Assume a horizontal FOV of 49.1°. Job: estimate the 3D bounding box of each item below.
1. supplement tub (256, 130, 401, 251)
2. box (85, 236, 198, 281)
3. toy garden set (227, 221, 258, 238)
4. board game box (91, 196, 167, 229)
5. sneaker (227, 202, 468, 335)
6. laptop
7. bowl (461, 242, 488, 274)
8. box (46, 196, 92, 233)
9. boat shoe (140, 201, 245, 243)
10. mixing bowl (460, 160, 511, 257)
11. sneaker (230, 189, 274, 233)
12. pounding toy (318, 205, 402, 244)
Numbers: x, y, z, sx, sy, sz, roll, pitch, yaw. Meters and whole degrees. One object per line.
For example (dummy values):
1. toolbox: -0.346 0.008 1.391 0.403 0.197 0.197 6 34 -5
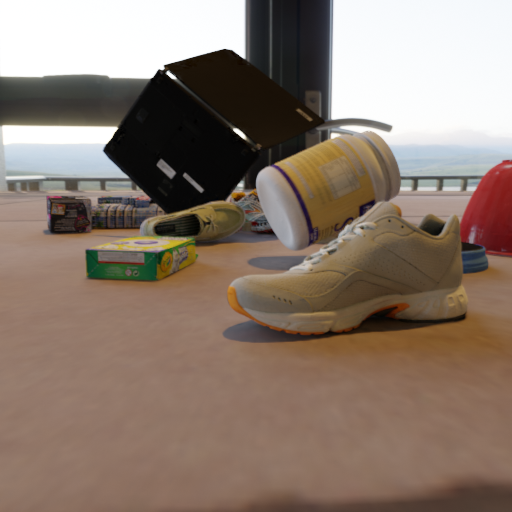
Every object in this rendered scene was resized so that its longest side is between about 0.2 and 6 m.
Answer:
1. supplement tub: 0.973 -0.913 7.606 1.664 1.210 1.210 -26 14 -11
2. box: -1.336 -0.009 6.954 0.908 0.374 1.548 2 7 11
3. toy garden set: -0.625 -0.510 10.842 1.192 0.285 1.430 4 8 40
4. board game box: -2.595 -1.061 13.154 2.204 0.680 2.206 -1 8 -4
5. sneaker: 0.746 0.051 4.437 2.068 0.951 0.783 -4 8 -23
6. laptop: -0.853 -2.325 10.905 2.793 3.151 1.628 42 13 19
7. bowl: 2.249 -0.013 7.259 1.426 0.280 1.426 0 8 0
8. box: -3.911 -0.867 11.692 0.829 0.720 1.254 -2 10 -23
9. boat shoe: -0.973 -0.494 9.412 1.902 0.685 0.590 -15 11 -26
10. mixing bowl: 4.509 -0.797 8.804 2.632 1.425 2.632 1 8 0
11. sneaker: 0.101 -0.936 11.572 0.838 0.885 2.154 -8 12 -43
12. pounding toy: 1.522 -0.863 9.940 2.081 1.194 1.190 2 13 15
